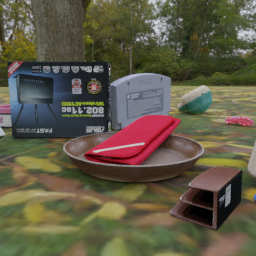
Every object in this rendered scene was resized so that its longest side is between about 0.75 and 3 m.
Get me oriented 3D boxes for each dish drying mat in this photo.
[{"bbox_3d":[0.227,0.144,5.362,0.943,0.223,2.455,6,21,26],"label":"dish drying mat"}]

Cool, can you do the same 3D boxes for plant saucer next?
[{"bbox_3d":[0.095,0.446,4.843,2.353,0.377,2.353,-1,10,0],"label":"plant saucer"}]

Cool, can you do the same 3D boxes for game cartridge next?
[{"bbox_3d":[0.426,-0.886,8.514,2.267,1.511,0.459,-14,23,-38],"label":"game cartridge"}]

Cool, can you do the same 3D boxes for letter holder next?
[{"bbox_3d":[0.885,0.726,3.198,0.582,0.412,0.819,6,12,37],"label":"letter holder"}]

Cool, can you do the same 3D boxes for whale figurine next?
[{"bbox_3d":[2.792,-1.016,11.795,1.539,1.004,1.934,-29,-5,-15],"label":"whale figurine"}]

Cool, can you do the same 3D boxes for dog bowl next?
[{"bbox_3d":[-3.607,-0.422,9.007,1.602,0.591,1.602,0,10,0],"label":"dog bowl"}]

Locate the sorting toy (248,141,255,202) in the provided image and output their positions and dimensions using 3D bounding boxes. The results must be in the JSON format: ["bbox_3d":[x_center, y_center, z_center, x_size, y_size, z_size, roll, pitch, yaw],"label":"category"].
[{"bbox_3d":[2.504,0.224,3.804,1.421,0.344,2.523,-13,28,43],"label":"sorting toy"}]

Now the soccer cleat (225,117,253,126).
[{"bbox_3d":[3.503,-0.223,8.816,0.863,0.288,0.330,5,8,39],"label":"soccer cleat"}]

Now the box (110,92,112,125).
[{"bbox_3d":[-1.147,-0.815,9.620,1.610,1.135,2.176,0,10,-1],"label":"box"}]

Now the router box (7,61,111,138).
[{"bbox_3d":[-1.676,-0.725,7.098,2.481,1.859,0.771,-1,10,0],"label":"router box"}]

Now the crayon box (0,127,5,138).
[{"bbox_3d":[-3.348,-0.397,5.250,0.486,1.885,1.185,-31,5,18],"label":"crayon box"}]
